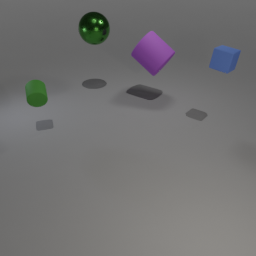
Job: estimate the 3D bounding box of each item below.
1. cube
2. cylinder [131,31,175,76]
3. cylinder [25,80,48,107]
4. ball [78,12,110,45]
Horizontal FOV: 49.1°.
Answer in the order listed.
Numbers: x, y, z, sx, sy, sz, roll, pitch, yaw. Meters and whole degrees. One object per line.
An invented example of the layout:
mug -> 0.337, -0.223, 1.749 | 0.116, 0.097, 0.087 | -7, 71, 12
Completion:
cube -> 3.315, -2.363, 9.601 | 0.700, 0.700, 0.700 | 28, 37, 29
cylinder -> 1.102, -3.266, 12.341 | 1.400, 1.400, 1.400 | 43, 38, 0
cylinder -> -3.212, -1.214, 9.826 | 0.700, 0.700, 0.700 | -9, 51, -16
ball -> -1.502, -4.430, 12.473 | 1.400, 1.400, 1.400 | 0, 30, 0
